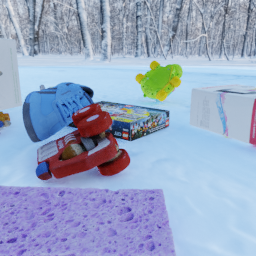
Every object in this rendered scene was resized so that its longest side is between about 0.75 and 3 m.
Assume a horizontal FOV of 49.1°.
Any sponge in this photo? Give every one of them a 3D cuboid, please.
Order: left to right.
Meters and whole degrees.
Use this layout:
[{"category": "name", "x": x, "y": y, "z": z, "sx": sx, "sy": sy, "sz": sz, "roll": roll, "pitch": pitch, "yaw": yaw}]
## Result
[{"category": "sponge", "x": -0.730, "y": 1.112, "z": 3.186, "sx": 2.379, "sy": 0.355, "sz": 1.327, "roll": 1, "pitch": 15, "yaw": 2}]

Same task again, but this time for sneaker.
[{"category": "sneaker", "x": -1.452, "y": -0.540, "z": 6.458, "sx": 1.133, "sy": 0.952, "sz": 2.889, "roll": -9, "pitch": 18, "yaw": 7}]

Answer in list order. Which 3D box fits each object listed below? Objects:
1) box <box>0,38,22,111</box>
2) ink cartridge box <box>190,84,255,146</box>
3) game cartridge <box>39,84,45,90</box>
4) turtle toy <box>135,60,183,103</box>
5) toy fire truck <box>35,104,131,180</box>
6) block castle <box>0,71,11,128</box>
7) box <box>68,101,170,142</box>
[{"category": "box", "x": -5.629, "y": -1.899, "z": 9.969, "sx": 2.249, "sy": 2.613, "sz": 2.626, "roll": 8, "pitch": 17, "yaw": 27}, {"category": "ink cartridge box", "x": 3.249, "y": -0.425, "z": 7.350, "sx": 2.007, "sy": 1.164, "sz": 2.719, "roll": -9, "pitch": 19, "yaw": -29}, {"category": "game cartridge", "x": -2.932, "y": -1.060, "z": 9.954, "sx": 0.210, "sy": 0.682, "sz": 1.025, "roll": -17, "pitch": -7, "yaw": -17}, {"category": "turtle toy", "x": 1.464, "y": -1.989, "z": 11.897, "sx": 2.244, "sy": 1.134, "sz": 1.636, "roll": -42, "pitch": 69, "yaw": -11}, {"category": "toy fire truck", "x": -0.916, "y": 0.393, "z": 5.060, "sx": 1.523, "sy": 1.017, "sz": 1.814, "roll": -28, "pitch": 21, "yaw": -9}, {"category": "block castle", "x": -4.018, "y": -0.843, "z": 7.881, "sx": 1.192, "sy": 1.698, "sz": 2.542, "roll": -6, "pitch": 17, "yaw": -26}, {"category": "box", "x": -0.397, "y": -0.292, "z": 8.094, "sx": 2.655, "sy": 0.500, "sz": 1.813, "roll": 12, "pitch": 19, "yaw": 38}]
